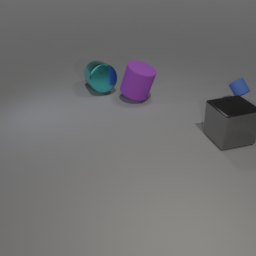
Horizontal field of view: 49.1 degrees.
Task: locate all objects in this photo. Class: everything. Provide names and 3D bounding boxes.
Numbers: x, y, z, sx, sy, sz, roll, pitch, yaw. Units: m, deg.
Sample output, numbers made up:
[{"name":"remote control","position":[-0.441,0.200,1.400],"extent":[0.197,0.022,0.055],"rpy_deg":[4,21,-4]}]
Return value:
[{"name":"cylinder","position":[0.466,-2.231,13.175],"extent":[1.400,1.400,1.400],"rpy_deg":[13,37,-10]},{"name":"cylinder","position":[-1.414,-2.637,14.219],"extent":[1.400,1.400,1.400],"rpy_deg":[-11,24,-18]},{"name":"cylinder","position":[5.151,-1.851,12.950],"extent":[0.700,0.700,0.700],"rpy_deg":[-21,80,-30]},{"name":"cube","position":[3.777,-0.228,10.316],"extent":[1.400,1.400,1.400],"rpy_deg":[-10,31,-12]}]
